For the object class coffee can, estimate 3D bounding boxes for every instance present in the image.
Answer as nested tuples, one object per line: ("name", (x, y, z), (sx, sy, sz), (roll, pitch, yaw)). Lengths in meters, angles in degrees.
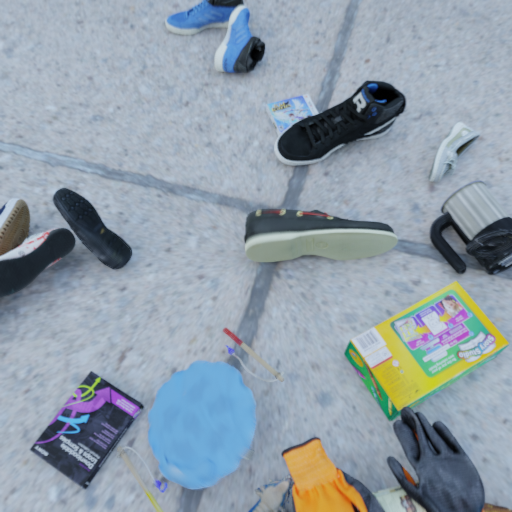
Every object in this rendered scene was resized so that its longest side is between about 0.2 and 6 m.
("coffee can", (2.088, 4.147, 8.470), (1.622, 1.187, 1.187), (-12, 61, -6))

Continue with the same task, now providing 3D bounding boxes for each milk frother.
("milk frother", (4.374, -0.644, 10.918), (1.611, 1.785, 1.679), (-24, 62, -10))

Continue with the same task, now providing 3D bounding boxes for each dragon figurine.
("dragon figurine", (-0.839, 4.714, 8.155), (3.873, 1.925, 1.140), (-39, 67, 1))

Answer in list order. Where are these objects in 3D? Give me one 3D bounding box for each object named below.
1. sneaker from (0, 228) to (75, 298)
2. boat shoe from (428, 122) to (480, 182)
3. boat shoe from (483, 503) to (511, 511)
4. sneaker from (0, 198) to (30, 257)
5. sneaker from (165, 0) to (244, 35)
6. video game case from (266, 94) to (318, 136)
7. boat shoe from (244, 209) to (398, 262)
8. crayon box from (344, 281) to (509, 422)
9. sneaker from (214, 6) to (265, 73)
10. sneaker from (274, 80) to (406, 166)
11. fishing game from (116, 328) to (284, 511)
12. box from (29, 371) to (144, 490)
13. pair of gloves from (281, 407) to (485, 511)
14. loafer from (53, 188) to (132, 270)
("sneaker", (-4.531, 0.162, 10.780), (2.076, 1.113, 0.693), (-38, 109, -30))
("boat shoe", (4.404, -2.292, 12.521), (0.593, 0.681, 1.849), (27, 57, 20))
("boat shoe", (4.272, 4.376, 8.611), (2.082, 0.703, 0.749), (16, 61, 9))
("sneaker", (-5.718, 0.078, 10.898), (1.674, 1.081, 3.085), (11, 63, 5))
("sneaker", (-1.363, -6.553, 14.675), (2.134, 1.187, 0.819), (-6, 60, -3))
("video game case", (0.909, -3.331, 13.354), (1.087, 0.247, 0.985), (-17, 61, -9))
("boat shoe", (1.280, -0.490, 11.189), (3.054, 1.117, 0.957), (-1, 58, -1))
("crayon box", (3.063, 1.686, 10.155), (2.494, 0.727, 1.482), (-26, 63, -14))
("sneaker", (-0.216, -5.476, 14.268), (1.129, 0.779, 2.029), (13, 65, 14))
("sneaker", (1.844, -3.054, 12.261), (2.979, 1.666, 1.088), (-22, 77, -13))
("fishing game", (-0.862, 2.748, 9.258), (2.100, 0.456, 2.933), (34, 81, 37))
("box", (-2.902, 2.971, 9.669), (1.170, 0.295, 1.636), (27, 65, 15))
("pair of gloves", (1.922, 3.465, 8.120), (2.775, 0.343, 2.473), (-14, 41, -9))
("loafer", (-3.292, -0.483, 11.032), (1.933, 0.679, 0.656), (48, 41, -10))
